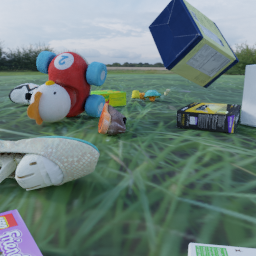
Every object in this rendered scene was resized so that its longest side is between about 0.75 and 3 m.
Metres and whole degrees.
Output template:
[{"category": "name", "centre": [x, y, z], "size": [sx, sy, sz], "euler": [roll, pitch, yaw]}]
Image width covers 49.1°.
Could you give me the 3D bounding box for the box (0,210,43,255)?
[{"category": "box", "centre": [-1.205, 1.349, 1.798], "size": [1.475, 0.422, 2.156], "euler": [-9, 16, -33]}]

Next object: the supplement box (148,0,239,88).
[{"category": "supplement box", "centre": [2.183, -2.861, 9.501], "size": [2.181, 2.183, 1.465], "euler": [16, -43, -37]}]

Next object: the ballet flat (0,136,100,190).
[{"category": "ballet flat", "centre": [-1.746, 0.641, 4.516], "size": [2.675, 0.902, 0.834], "euler": [1, 41, 18]}]

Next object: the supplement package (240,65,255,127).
[{"category": "supplement package", "centre": [4.785, -0.884, 8.171], "size": [1.329, 1.866, 2.396], "euler": [-10, 17, -37]}]

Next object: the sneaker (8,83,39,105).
[{"category": "sneaker", "centre": [-4.075, -1.495, 12.791], "size": [2.733, 1.008, 1.093], "euler": [-2, 15, -6]}]

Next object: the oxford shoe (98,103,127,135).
[{"category": "oxford shoe", "centre": [-0.452, -0.215, 8.298], "size": [0.737, 0.721, 2.022], "euler": [15, 18, -9]}]

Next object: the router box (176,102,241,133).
[{"category": "router box", "centre": [2.642, -0.398, 8.982], "size": [1.664, 0.553, 2.116], "euler": [6, 14, 24]}]

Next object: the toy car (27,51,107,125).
[{"category": "toy car", "centre": [-2.355, -1.178, 9.262], "size": [2.440, 2.342, 2.648], "euler": [15, 29, 16]}]

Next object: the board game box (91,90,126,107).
[{"category": "board game box", "centre": [-1.556, -1.282, 12.610], "size": [2.694, 0.641, 1.368], "euler": [-10, 16, -35]}]

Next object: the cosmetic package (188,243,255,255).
[{"category": "cosmetic package", "centre": [1.021, 1.266, 2.093], "size": [1.102, 0.467, 0.593], "euler": [0, 11, 8]}]

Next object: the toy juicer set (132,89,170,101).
[{"category": "toy juicer set", "centre": [1.335, -1.633, 14.551], "size": [2.080, 0.566, 1.323], "euler": [-1, -3, 22]}]
